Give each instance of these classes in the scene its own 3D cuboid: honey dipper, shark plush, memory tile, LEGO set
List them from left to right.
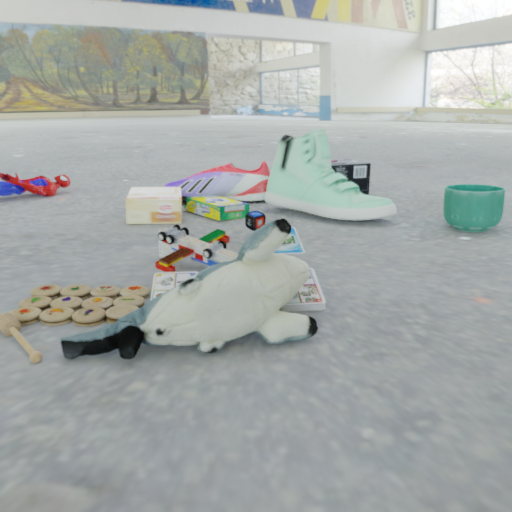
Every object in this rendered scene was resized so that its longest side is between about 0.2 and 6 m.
[{"bbox_3d":[-2.649,0.920,6.278,0.218,0.218,1.148,-13,23,-36],"label":"honey dipper"},{"bbox_3d":[-2.288,0.623,7.370,1.657,0.139,1.270,0,17,0],"label":"memory tile"},{"bbox_3d":[-0.609,0.732,6.505,3.029,1.376,1.262,-30,10,-18],"label":"shark plush"},{"bbox_3d":[-0.387,0.155,8.569,2.300,0.756,3.079,-2,28,-6],"label":"LEGO set"}]

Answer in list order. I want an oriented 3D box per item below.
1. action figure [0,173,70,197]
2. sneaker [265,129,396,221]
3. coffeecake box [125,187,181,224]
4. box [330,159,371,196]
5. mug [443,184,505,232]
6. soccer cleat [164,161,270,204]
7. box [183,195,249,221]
[{"bbox_3d":[-6.287,-1.788,14.426,3.018,0.780,0.987,-10,17,-37],"label":"action figure"},{"bbox_3d":[1.645,-1.807,12.246,3.080,1.817,1.133,15,14,27],"label":"sneaker"},{"bbox_3d":[-2.243,-1.139,12.432,1.160,0.552,1.511,-1,17,-8],"label":"coffeecake box"},{"bbox_3d":[1.891,-1.833,13.865,1.608,1.063,0.923,-7,18,-23],"label":"box"},{"bbox_3d":[4.497,-0.960,11.327,1.375,0.850,1.130,-1,14,-3],"label":"mug"},{"bbox_3d":[-0.995,-1.849,14.001,2.766,1.012,0.943,-1,17,-4],"label":"soccer cleat"},{"bbox_3d":[-0.932,-1.120,12.732,0.871,0.359,1.484,-10,18,-39],"label":"box"}]
